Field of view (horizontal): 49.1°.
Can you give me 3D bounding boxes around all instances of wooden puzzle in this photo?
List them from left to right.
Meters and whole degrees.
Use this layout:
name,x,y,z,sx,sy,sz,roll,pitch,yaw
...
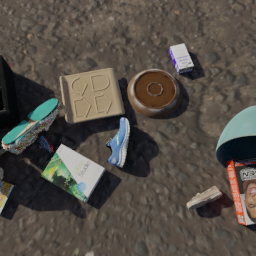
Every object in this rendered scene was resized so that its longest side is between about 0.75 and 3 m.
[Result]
name,x,y,z,sx,sy,sz,roll,pitch,yaw
wooden puzzle,-1.434,-1.259,11.194,2.290,0.530,2.121,-10,69,-9

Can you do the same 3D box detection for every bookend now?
name,x,y,z,sx,sy,sz,roll,pitch,yaw
bookend,-5.743,-1.176,10.771,2.561,1.187,2.577,-14,69,-5

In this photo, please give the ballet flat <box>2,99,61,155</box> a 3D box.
name,x,y,z,sx,sy,sz,roll,pitch,yaw
ballet flat,-3.506,-0.043,10.487,0.994,0.840,2.629,29,63,35

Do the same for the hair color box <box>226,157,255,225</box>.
name,x,y,z,sx,sy,sz,roll,pitch,yaw
hair color box,4.191,2.111,9.611,1.093,0.660,2.154,-8,79,-3

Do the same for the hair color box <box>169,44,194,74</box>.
name,x,y,z,sx,sy,sz,roll,pitch,yaw
hair color box,2.259,-2.948,11.895,0.652,0.386,1.192,-14,68,-6

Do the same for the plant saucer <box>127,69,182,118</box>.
name,x,y,z,sx,sy,sz,roll,pitch,yaw
plant saucer,1.091,-1.502,11.354,2.280,0.366,2.280,0,68,1

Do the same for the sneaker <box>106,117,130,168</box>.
name,x,y,z,sx,sy,sz,roll,pitch,yaw
sneaker,-0.382,0.467,10.375,0.845,0.745,1.896,9,69,1

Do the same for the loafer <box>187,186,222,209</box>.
name,x,y,z,sx,sy,sz,roll,pitch,yaw
loafer,2.620,2.435,9.806,1.353,0.486,0.425,-17,52,-13

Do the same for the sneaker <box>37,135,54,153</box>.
name,x,y,z,sx,sy,sz,roll,pitch,yaw
sneaker,-3.120,0.679,10.557,0.392,0.325,0.820,-41,65,-5

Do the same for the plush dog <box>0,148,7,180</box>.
name,x,y,z,sx,sy,sz,roll,pitch,yaw
plush dog,-5.523,0.695,9.424,2.532,2.175,2.032,4,63,12

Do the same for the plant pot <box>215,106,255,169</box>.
name,x,y,z,sx,sy,sz,roll,pitch,yaw
plant pot,4.486,0.308,9.559,2.697,2.697,1.816,15,57,6

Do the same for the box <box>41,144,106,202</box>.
name,x,y,z,sx,sy,sz,roll,pitch,yaw
box,-1.961,1.608,10.095,1.899,0.345,1.371,27,75,11

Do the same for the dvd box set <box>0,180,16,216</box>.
name,x,y,z,sx,sy,sz,roll,pitch,yaw
dvd box set,-4.912,2.318,9.925,1.496,0.220,1.095,19,70,7
